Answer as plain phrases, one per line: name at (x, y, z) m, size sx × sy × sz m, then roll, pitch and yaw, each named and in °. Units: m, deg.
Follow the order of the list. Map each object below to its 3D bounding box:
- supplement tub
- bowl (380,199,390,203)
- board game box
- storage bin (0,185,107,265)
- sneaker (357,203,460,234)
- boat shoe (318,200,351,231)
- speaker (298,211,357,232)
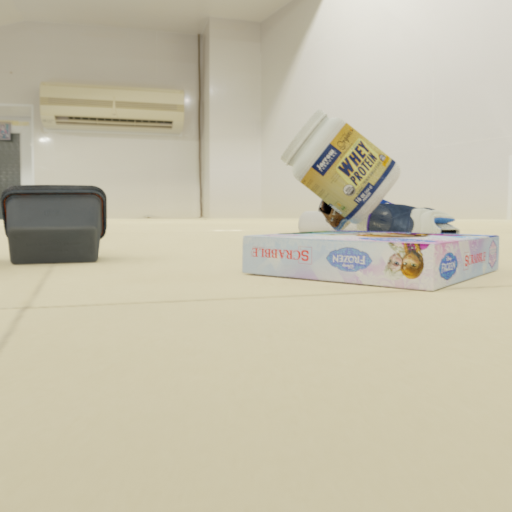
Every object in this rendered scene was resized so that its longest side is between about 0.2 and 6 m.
supplement tub at (1.228, -1.328, 8.277) m, size 1.527 × 1.103 × 1.103 m, roll 38°, pitch 6°, yaw 0°
bowl at (3.922, -0.981, 15.165) m, size 2.005 × 0.393 × 2.005 m, roll 24°, pitch 17°, yaw -8°
board game box at (1.638, -0.032, 7.750) m, size 2.652 × 0.546 × 2.645 m, roll 4°, pitch 6°, yaw 36°
storage bin at (-3.370, -0.377, 9.364) m, size 1.722 × 1.253 × 1.157 m, roll -1°, pitch 33°, yaw -16°
sneaker at (3.420, -0.536, 12.102) m, size 1.922 × 1.058 × 2.625 m, roll 16°, pitch 5°, yaw 26°
boat shoe at (1.725, -1.041, 11.698) m, size 0.734 × 0.732 × 2.028 m, roll 25°, pitch -8°, yaw -5°
speaker at (2.223, -0.859, 15.816) m, size 2.094 × 0.850 × 0.850 m, roll 4°, pitch 7°, yaw 43°
